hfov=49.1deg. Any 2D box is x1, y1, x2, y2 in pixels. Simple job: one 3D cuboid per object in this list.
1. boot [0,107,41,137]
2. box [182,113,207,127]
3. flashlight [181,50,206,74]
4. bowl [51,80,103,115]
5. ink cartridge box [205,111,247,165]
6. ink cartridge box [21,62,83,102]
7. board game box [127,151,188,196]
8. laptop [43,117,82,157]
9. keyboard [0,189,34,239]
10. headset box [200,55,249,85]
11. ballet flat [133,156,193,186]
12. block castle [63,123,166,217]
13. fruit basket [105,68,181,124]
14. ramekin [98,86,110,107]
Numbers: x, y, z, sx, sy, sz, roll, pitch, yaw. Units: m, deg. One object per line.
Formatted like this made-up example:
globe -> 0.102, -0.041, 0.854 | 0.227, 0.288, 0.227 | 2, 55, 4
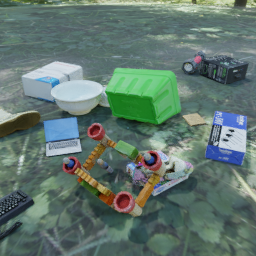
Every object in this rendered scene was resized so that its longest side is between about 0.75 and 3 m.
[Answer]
boot -> -4.733, -0.425, 11.373 | 1.968, 0.709, 1.522 | -25, 38, -33
box -> 2.793, -0.342, 11.814 | 0.705, 0.092, 0.862 | -8, 32, -12
flashlight -> 4.156, -4.160, 17.370 | 0.878, 0.875, 2.585 | 45, 45, 0
bowl -> -2.210, -1.264, 12.460 | 2.259, 1.015, 2.259 | 0, 31, 0
ink cartridge box -> 3.655, 0.262, 10.313 | 1.231, 0.579, 2.619 | 11, 32, 17
ink cartridge box -> -3.784, -2.448, 14.368 | 1.859, 1.090, 2.539 | 15, 33, 22
board game box -> 0.911, 1.355, 8.763 | 1.383, 0.285, 1.387 | -20, 36, -30
laptop -> -2.373, 0.301, 10.087 | 1.220, 0.755, 1.303 | -8, 32, -12
keyboard -> -3.413, 2.388, 7.106 | 1.393, 0.226, 2.192 | 24, 39, 34
headset box -> 5.540, -3.374, 16.056 | 1.813, 0.966, 2.082 | -19, 36, -30
ballet flat -> 1.067, 1.173, 8.160 | 1.938, 0.690, 0.670 | -10, 35, -14
block castle -> -0.460, 1.053, 7.614 | 2.613, 1.226, 1.746 | 25, 73, 37
fruit basket -> 0.908, -1.549, 11.757 | 3.105, 2.240, 3.105 | -11, 36, 8
ramekin -> -0.816, -1.535, 13.316 | 1.295, 0.603, 1.295 | 1, 31, 0
